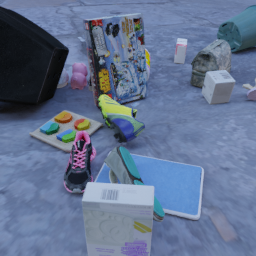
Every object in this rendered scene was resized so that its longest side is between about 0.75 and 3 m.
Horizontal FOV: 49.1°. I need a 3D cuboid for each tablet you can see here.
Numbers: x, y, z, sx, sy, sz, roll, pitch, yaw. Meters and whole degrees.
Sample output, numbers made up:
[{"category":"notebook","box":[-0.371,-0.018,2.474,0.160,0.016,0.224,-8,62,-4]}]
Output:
[{"category":"tablet","box":[0.515,1.295,6.802,2.526,0.172,1.643,9,36,13]}]

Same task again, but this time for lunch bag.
[{"category":"lunch bag","box":[3.469,-2.665,11.536,1.320,1.588,1.894,22,39,29]}]

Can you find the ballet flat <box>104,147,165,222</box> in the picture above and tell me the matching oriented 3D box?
[{"category":"ballet flat","box":[0.052,1.290,6.084,0.702,0.743,2.205,-45,41,10]}]

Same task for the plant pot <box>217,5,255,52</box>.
[{"category":"plant pot","box":[6.159,-5.189,15.067,2.179,2.225,2.225,-27,41,-21]}]

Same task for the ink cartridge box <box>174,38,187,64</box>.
[{"category":"ink cartridge box","box":[2.623,-3.837,13.932,0.523,0.898,1.233,8,34,6]}]

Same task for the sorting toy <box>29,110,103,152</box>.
[{"category":"sorting toy","box":[-1.894,-0.014,8.696,1.618,0.319,1.748,20,38,27]}]

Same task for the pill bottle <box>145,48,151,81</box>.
[{"category":"pill bottle","box":[0.312,-2.735,11.912,1.284,1.284,2.463,3,34,5]}]

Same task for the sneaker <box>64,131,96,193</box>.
[{"category":"sneaker","box":[-1.215,0.767,7.013,0.744,0.898,1.883,0,35,-3]}]

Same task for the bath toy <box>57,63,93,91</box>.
[{"category":"bath toy","box":[-1.834,-2.179,11.333,2.801,1.035,1.218,3,34,6]}]

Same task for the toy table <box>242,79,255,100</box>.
[{"category":"toy table","box":[4.841,-1.450,10.482,0.978,0.899,0.573,3,49,-13]}]

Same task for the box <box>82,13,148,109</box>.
[{"category":"box","box":[-0.357,-2.336,9.790,2.027,2.961,0.590,-17,27,-25]}]

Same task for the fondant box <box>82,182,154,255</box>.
[{"category":"fondant box","box":[-0.148,1.709,4.938,1.146,1.588,0.463,3,33,4]}]

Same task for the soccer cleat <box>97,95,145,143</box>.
[{"category":"soccer cleat","box":[-0.243,-0.403,8.694,1.008,0.779,2.410,-26,38,-8]}]

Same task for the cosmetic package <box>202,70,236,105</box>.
[{"category":"cosmetic package","box":[3.287,-1.490,10.257,0.786,0.953,0.785,-7,43,-11]}]

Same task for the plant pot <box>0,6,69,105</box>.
[{"category":"plant pot","box":[-3.676,-2.287,9.538,2.575,2.903,2.896,21,14,-4]}]
